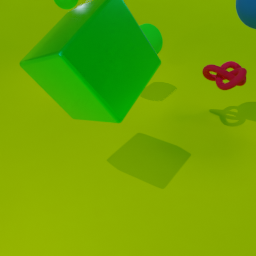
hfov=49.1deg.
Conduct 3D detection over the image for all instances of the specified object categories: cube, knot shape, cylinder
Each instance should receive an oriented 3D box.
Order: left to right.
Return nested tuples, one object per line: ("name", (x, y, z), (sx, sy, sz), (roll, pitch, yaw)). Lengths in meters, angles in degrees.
("cube", (-0.566, -1.030, 4.457), (1.350, 1.350, 1.350), (6, 55, 48))
("cylinder", (0.365, -2.514, 8.435), (1.023, 1.023, 1.023), (23, 42, 29))
("knot shape", (2.690, -1.414, 7.425), (1.133, 0.560, 1.211), (-15, 31, -30))

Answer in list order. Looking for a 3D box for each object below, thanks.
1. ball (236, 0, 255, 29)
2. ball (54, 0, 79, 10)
("ball", (2.853, -2.649, 5.799), (1.162, 1.162, 1.162), (0, 35, 0))
("ball", (-2.170, -4.625, 9.762), (0.916, 0.916, 0.916), (0, 35, 0))
